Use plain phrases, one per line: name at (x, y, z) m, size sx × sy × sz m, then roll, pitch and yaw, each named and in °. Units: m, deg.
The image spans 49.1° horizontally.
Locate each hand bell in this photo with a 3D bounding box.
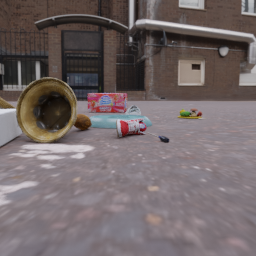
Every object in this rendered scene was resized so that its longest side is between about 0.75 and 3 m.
hand bell at (-1.388, -0.247, 6.728) m, size 1.307 × 1.307 × 2.511 m, roll 1°, pitch -5°, yaw 11°

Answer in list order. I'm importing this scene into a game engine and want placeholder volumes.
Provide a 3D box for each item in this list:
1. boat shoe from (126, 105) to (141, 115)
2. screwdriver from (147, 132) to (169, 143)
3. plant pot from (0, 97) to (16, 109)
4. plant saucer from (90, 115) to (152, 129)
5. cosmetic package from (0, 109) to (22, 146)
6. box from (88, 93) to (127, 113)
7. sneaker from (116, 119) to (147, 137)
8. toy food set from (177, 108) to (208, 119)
boat shoe at (0.199, -0.570, 10.643) m, size 0.619 × 0.538 × 1.679 m, roll 1°, pitch 7°, yaw 6°
screwdriver at (0.616, 0.159, 5.859) m, size 0.110 × 0.115 × 0.789 m, roll 14°, pitch 9°, yaw -30°
plant pot at (-3.275, -0.555, 7.565) m, size 2.048 × 0.281 × 2.048 m, roll 32°, pitch -9°, yaw 6°
plant saucer at (-0.291, -0.235, 8.907) m, size 2.137 × 0.293 × 2.137 m, roll 1°, pitch 7°, yaw 0°
cosmetic package at (-3.202, 0.008, 5.130) m, size 1.893 × 0.649 × 2.511 m, roll 1°, pitch 7°, yaw -8°
box at (-1.144, -1.421, 15.759) m, size 2.118 × 1.056 × 1.011 m, roll 2°, pitch 7°, yaw 10°
sneaker at (0.092, -0.014, 6.442) m, size 0.637 × 0.403 × 1.133 m, roll -3°, pitch 4°, yaw 8°
toy food set at (2.631, -0.611, 11.520) m, size 0.755 × 0.419 × 1.284 m, roll -6°, pitch 9°, yaw -43°
